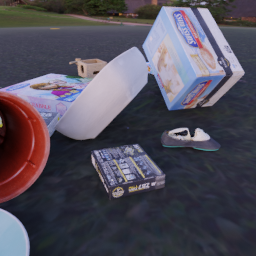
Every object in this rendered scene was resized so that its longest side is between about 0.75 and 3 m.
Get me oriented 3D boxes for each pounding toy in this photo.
[{"bbox_3d":[-2.018,-2.790,13.223,1.479,0.770,1.684,-14,28,-28],"label":"pounding toy"}]

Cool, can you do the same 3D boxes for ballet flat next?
[{"bbox_3d":[1.519,0.247,6.775,1.435,0.524,0.524,4,24,8],"label":"ballet flat"}]

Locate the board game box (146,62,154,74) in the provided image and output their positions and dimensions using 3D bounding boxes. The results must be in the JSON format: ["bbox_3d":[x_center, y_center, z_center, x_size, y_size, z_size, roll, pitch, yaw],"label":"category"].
[{"bbox_3d":[2.038,-2.990,14.061,1.842,0.446,2.435,-17,29,-34],"label":"board game box"}]

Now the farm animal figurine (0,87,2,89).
[{"bbox_3d":[-5.108,-0.916,8.932,1.678,1.045,2.078,19,19,-7],"label":"farm animal figurine"}]

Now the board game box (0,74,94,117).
[{"bbox_3d":[-2.427,-1.244,9.907,2.915,0.601,2.922,9,24,20],"label":"board game box"}]

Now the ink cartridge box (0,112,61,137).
[{"bbox_3d":[-2.965,-0.158,7.741,1.978,0.470,2.002,2,26,3],"label":"ink cartridge box"}]

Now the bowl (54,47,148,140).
[{"bbox_3d":[-0.488,-0.823,7.371,0.956,2.561,2.557,43,29,-5],"label":"bowl"}]

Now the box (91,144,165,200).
[{"bbox_3d":[-0.049,0.811,5.692,1.121,0.341,1.391,-10,26,-18],"label":"box"}]

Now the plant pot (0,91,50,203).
[{"bbox_3d":[-2.840,0.175,5.416,1.995,1.995,1.940,-17,22,-34],"label":"plant pot"}]

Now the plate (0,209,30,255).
[{"bbox_3d":[-2.516,1.865,3.353,2.598,0.332,2.598,0,25,0],"label":"plate"}]

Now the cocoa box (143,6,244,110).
[{"bbox_3d":[1.940,-2.229,9.022,1.811,1.841,2.760,-8,66,-25],"label":"cocoa box"}]
